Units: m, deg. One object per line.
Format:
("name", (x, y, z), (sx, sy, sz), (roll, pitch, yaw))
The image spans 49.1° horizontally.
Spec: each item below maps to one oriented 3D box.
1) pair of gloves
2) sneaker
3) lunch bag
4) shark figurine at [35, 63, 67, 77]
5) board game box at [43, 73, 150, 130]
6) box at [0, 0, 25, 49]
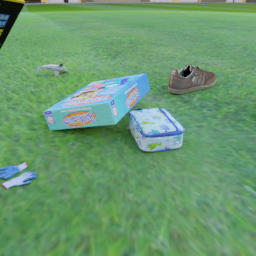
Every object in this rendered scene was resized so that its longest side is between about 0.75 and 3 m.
("pair of gloves", (-2.433, 1.024, 6.105), (0.718, 0.102, 0.893), (-22, 34, -35))
("sneaker", (2.672, -2.063, 11.095), (2.623, 0.991, 0.924), (-22, 35, -35))
("lunch bag", (0.746, -0.008, 7.542), (1.245, 0.639, 1.549), (-4, 28, -14))
("shark figurine", (-3.445, -2.594, 12.716), (1.436, 0.599, 0.858), (-2, -7, -20))
("board game box", (-0.812, -0.866, 8.597), (2.186, 0.647, 2.875), (-4, 23, 27))
("box", (-3.099, -1.747, 4.922), (2.213, 0.546, 1.767), (-35, -11, 40))
